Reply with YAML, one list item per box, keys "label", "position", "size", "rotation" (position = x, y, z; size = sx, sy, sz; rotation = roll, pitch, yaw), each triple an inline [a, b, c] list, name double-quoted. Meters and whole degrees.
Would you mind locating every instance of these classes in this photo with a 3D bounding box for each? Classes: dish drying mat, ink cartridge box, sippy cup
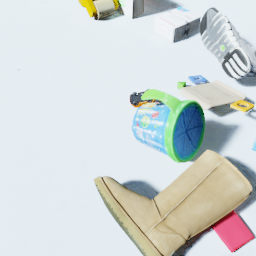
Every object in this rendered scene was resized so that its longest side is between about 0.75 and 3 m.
- label: "dish drying mat"
  position: [1.891, 1.776, 6.068]
  size: [0.656, 0.156, 1.709]
  rotation: [-23, 53, -18]
- label: "ink cartridge box"
  position: [1.851, -3.948, 10.618]
  size: [1.440, 0.618, 1.054]
  rotation: [-32, 56, -23]
- label: "sippy cup"
  position: [0.853, -0.020, 6.418]
  size: [1.318, 1.798, 1.412]
  rotation: [13, 18, 41]

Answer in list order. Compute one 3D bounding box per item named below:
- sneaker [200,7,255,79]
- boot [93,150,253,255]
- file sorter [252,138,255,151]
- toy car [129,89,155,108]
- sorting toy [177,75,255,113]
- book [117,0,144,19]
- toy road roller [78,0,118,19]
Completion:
- label: "sneaker"
  position: [3.434, -2.634, 9.024]
  size: [1.594, 1.036, 2.761]
  rotation: [1, 60, -31]
- label: "boot"
  position: [0.903, 1.292, 5.948]
  size: [2.596, 0.859, 2.274]
  rotation: [-34, 71, -19]
- label: "file sorter"
  position: [4.053, 0.219, 6.897]
  size: [1.473, 0.904, 1.022]
  rotation: [23, 54, 18]
- label: "toy car"
  position: [0.612, -0.428, 7.668]
  size: [0.760, 0.516, 1.550]
  rotation: [-26, 51, -2]
- label: "sorting toy"
  position: [2.393, -0.896, 8.035]
  size: [1.405, 0.340, 2.495]
  rotation: [-16, 35, -21]
- label: "book"
  position: [-0.552, -6.038, 11.526]
  size: [0.699, 1.943, 2.908]
  rotation: [-35, 58, -25]
- label: "toy road roller"
  position: [-1.403, -5.367, 11.665]
  size: [1.198, 1.423, 1.950]
  rotation: [-26, 91, -20]
